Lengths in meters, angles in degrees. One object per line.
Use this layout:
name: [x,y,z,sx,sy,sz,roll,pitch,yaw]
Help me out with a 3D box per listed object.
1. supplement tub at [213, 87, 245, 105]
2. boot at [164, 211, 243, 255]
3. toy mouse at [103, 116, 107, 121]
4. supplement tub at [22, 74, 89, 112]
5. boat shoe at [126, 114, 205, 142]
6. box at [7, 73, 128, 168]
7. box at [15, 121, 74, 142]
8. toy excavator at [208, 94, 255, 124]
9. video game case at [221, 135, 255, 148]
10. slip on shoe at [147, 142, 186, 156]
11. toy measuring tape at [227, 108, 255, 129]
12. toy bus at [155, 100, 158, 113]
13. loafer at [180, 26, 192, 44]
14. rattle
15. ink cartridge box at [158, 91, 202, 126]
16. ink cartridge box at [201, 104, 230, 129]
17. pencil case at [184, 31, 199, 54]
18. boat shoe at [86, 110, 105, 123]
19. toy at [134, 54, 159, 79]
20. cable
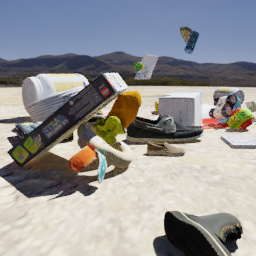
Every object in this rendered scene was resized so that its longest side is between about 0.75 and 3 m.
supplement tub: [6.631,-2.041,18.462,1.249,1.249,1.718,-6,13,-29]
boot: [1.117,1.299,3.261,0.954,0.534,1.379,2,11,-16]
toy mouse: [-1.046,-0.470,12.844,1.388,0.302,1.562,5,12,28]
supplement tub: [-3.624,-1.686,14.294,2.937,2.135,2.135,-10,15,-41]
boat shoe: [1.221,-0.012,9.086,2.574,0.870,0.924,1,10,0]
box: [-1.368,-0.240,6.772,2.890,0.502,1.591,-37,3,14]
box: [-2.840,0.125,9.380,1.520,0.440,1.912,-6,12,-29]
toy excavator: [4.633,-0.755,12.087,1.891,1.839,0.944,38,-21,-22]
video game case: [3.580,0.409,8.778,0.981,0.123,1.370,1,11,3]
slip on shoe: [1.025,0.546,7.549,1.043,0.316,0.396,2,11,13]
toy measuring tape: [4.809,-0.437,11.235,2.336,0.859,0.859,-8,14,-39]
toy bus: [1.942,-1.212,15.891,0.747,0.621,1.909,-1,11,1]
loafer: [2.886,-4.328,13.360,0.517,0.458,1.359,-6,-23,38]
rattle: [-0.280,0.060,6.039,1.685,1.536,2.359,-37,-7,9]
ink cartridge box: [2.018,-0.613,10.613,1.329,1.353,1.837,2,13,22]
ink cartridge box: [3.140,-0.561,12.406,2.339,0.821,2.878,-3,8,-14]
pencil case: [2.497,-3.376,11.033,0.391,0.845,0.360,21,-3,34]
boat shoe: [-1.762,-0.379,11.873,1.599,0.569,0.500,-16,56,-26]
toy: [0.683,-2.622,11.831,0.438,1.069,1.857,26,20,14]
cable: [-2.808,-0.922,11.924,2.857,0.989,2.856,-20,5,-26]
